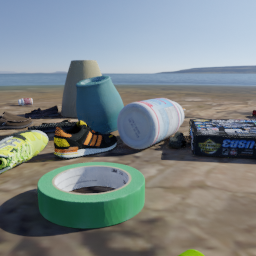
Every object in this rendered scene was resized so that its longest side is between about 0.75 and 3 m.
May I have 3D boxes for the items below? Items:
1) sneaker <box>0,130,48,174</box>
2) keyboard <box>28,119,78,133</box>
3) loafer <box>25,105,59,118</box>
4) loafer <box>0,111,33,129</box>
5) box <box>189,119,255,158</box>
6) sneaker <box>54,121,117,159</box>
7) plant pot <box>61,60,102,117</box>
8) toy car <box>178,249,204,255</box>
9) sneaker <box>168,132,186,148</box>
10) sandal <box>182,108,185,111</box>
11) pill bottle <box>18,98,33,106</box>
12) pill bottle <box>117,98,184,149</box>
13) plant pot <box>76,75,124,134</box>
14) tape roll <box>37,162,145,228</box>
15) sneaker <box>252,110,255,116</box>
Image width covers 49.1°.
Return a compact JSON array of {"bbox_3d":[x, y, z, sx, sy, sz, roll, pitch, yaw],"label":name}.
[{"bbox_3d":[-2.481,0.606,5.848,0.751,0.741,1.966,19,31,38],"label":"sneaker"},{"bbox_3d":[-2.567,-0.094,10.323,2.168,0.223,1.378,-7,13,-34],"label":"keyboard"},{"bbox_3d":[-3.963,-0.757,12.884,1.567,0.493,0.563,-8,14,-34],"label":"loafer"},{"bbox_3d":[-4.363,-0.285,10.190,1.754,0.623,0.640,-6,13,-27],"label":"loafer"},{"bbox_3d":[2.984,0.213,7.767,2.472,0.614,2.453,2,11,9],"label":"box"},{"bbox_3d":[-1.006,0.208,7.149,1.886,0.849,0.659,-10,15,-42],"label":"sneaker"},{"bbox_3d":[-2.064,-1.946,13.509,2.410,2.574,2.410,0,11,0],"label":"plant pot"},{"bbox_3d":[0.342,1.495,1.681,0.885,0.850,1.078,-13,45,-36],"label":"toy car"},{"bbox_3d":[1.441,0.376,7.811,0.431,0.361,0.950,15,23,22],"label":"sneaker"},{"bbox_3d":[2.389,-1.168,15.138,1.446,0.414,0.554,6,13,26],"label":"sandal"},{"bbox_3d":[-6.351,-1.617,17.326,0.778,0.440,0.440,-8,14,-34],"label":"pill bottle"},{"bbox_3d":[0.788,-0.228,8.276,1.260,1.260,2.318,7,13,31],"label":"pill bottle"},{"bbox_3d":[-0.972,-0.839,9.395,1.729,1.624,1.729,-10,22,4],"label":"plant pot"},{"bbox_3d":[-0.565,0.980,4.466,1.670,0.401,1.670,0,12,0],"label":"tape roll"},{"bbox_3d":[6.069,-0.677,12.837,0.443,0.368,0.927,2,12,3],"label":"sneaker"}]
